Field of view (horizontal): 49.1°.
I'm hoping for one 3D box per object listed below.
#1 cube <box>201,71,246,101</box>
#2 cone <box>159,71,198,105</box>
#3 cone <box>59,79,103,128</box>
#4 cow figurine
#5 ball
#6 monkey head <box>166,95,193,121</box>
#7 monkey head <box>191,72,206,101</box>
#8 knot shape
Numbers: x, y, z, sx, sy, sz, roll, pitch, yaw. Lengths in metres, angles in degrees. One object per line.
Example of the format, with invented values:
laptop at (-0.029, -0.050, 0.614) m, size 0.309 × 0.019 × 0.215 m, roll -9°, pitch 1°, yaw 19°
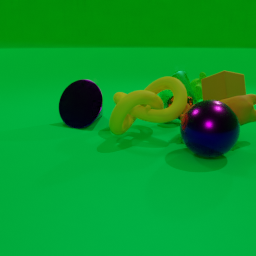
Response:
cube at (3.182, -1.222, 9.320) m, size 1.004 × 1.004 × 1.004 m, roll 1°, pitch -9°, yaw -32°
cone at (2.122, -1.077, 10.151) m, size 1.416 × 1.416 × 1.422 m, roll -16°, pitch 50°, yaw -40°
cone at (-1.093, -0.561, 8.511) m, size 1.429 × 1.429 × 1.434 m, roll 8°, pitch -8°, yaw 23°
cow figurine at (2.175, -0.292, 6.791) m, size 1.652 × 0.922 × 1.679 m, roll -7°, pitch -9°, yaw -36°
ball at (1.685, 0.015, 5.813) m, size 1.197 × 1.197 × 1.197 m, roll 0°, pitch 18°, yaw 0°
monkey head at (1.445, -0.688, 8.300) m, size 0.748 × 1.242 × 0.893 m, roll 16°, pitch 20°, yaw -20°
monkey head at (2.825, -1.420, 10.866) m, size 0.989 × 1.375 × 0.828 m, roll 18°, pitch 49°, yaw 11°
knot shape at (0.342, -0.586, 7.193) m, size 2.073 × 0.958 × 1.940 m, roll -22°, pitch 13°, yaw -10°
